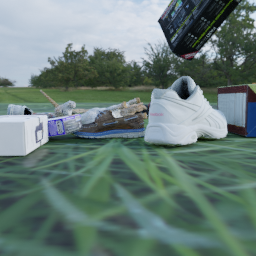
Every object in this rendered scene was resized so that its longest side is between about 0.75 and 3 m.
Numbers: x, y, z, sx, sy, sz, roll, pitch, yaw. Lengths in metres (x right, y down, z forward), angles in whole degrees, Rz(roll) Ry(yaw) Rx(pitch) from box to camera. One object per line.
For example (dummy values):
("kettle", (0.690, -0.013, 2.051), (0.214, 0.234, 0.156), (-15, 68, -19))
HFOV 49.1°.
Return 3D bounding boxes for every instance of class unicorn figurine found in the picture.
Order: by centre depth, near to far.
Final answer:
("unicorn figurine", (-0.747, -0.385, 8.153), (2.012, 1.082, 2.929), (-8, -13, 30))

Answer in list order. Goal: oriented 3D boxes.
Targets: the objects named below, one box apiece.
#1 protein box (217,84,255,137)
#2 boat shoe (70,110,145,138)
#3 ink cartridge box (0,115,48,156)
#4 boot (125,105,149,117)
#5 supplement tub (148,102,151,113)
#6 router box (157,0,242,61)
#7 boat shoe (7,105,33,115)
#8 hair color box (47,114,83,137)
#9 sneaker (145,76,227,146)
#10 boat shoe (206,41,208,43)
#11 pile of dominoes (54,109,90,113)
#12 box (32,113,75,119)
("protein box", (3.490, -0.484, 7.258), (1.793, 1.218, 1.806), (0, 6, -4))
("boat shoe", (-0.489, -0.105, 6.522), (1.756, 0.636, 0.634), (-1, 6, -9))
("ink cartridge box", (-2.093, 0.091, 5.014), (0.990, 0.576, 1.367), (0, 6, -1))
("boot", (0.282, -0.711, 12.688), (1.265, 0.571, 1.544), (-4, 6, 3))
("supplement tub", (1.663, -0.871, 12.850), (1.469, 0.785, 0.785), (5, 8, 44))
("router box", (1.646, -2.837, 6.503), (0.641, 2.063, 1.546), (17, 42, -29))
("boat shoe", (-3.637, -0.455, 9.684), (0.628, 0.615, 1.764), (8, -3, -7))
("hair color box", (-1.647, -0.021, 6.054), (1.172, 0.380, 0.640), (-6, 7, 25))
("sneaker", (1.405, -0.405, 5.964), (1.059, 1.350, 2.718), (5, 8, 38))
("boat shoe", (2.317, -3.666, 9.883), (0.529, 1.756, 0.626), (-18, 40, 26))
("pile of dominoes", (-1.821, -0.613, 12.411), (1.841, 0.376, 2.362), (4, 7, 20))
("box", (-3.055, -0.466, 11.407), (1.471, 0.293, 1.007), (2, 7, 18))
